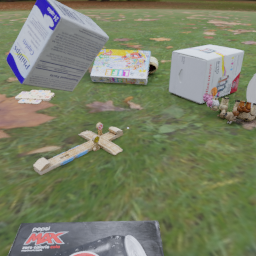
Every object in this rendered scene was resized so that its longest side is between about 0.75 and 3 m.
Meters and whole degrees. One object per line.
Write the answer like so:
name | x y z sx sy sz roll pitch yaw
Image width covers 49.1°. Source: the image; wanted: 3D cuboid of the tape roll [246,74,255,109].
tape roll | 4.690 -1.084 8.507 1.166 1.698 1.698 -19 33 -33

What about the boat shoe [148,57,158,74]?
boat shoe | 0.258 -2.838 12.762 2.278 0.843 0.756 -4 35 3

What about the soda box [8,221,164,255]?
soda box | -0.562 1.840 4.045 2.092 0.662 0.740 -1 28 -1

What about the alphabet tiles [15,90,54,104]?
alphabet tiles | -3.455 -1.182 10.413 1.311 0.096 1.282 3 28 6

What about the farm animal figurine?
farm animal figurine | 3.079 -0.544 8.644 1.490 0.749 1.203 19 14 38

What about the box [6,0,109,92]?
box | -1.581 -1.797 6.347 0.897 1.710 1.573 50 24 22

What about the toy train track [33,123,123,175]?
toy train track | -1.149 0.403 7.057 1.484 0.421 2.588 24 37 38

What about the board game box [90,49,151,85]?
board game box | -0.281 -2.663 12.080 2.368 0.405 1.592 4 60 8

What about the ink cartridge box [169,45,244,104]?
ink cartridge box | 2.883 -2.074 10.454 2.229 1.619 1.612 -20 34 -33
